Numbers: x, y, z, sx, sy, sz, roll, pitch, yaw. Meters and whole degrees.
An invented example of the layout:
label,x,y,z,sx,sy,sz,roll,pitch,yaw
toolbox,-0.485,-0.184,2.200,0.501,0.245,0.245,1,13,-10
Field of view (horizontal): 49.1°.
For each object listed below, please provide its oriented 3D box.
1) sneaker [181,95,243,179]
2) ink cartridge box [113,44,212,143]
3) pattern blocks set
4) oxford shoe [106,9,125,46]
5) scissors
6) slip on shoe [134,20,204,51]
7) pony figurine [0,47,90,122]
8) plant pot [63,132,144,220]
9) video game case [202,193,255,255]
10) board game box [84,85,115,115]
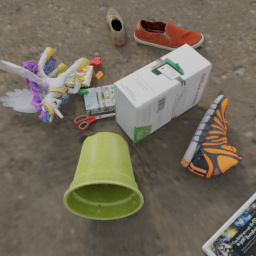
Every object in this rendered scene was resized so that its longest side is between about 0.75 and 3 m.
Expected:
label,x,y,z,sx,sy,sz,roll,pitch,yaw
sneaker,2.479,0.306,7.528,1.329,0.920,2.372,27,74,10
ink cartridge box,0.895,-0.916,7.631,2.422,1.769,1.021,-32,64,-18
pattern blocks set,-1.501,-1.647,8.797,1.475,0.136,1.679,-8,49,4
oxford shoe,-0.408,-3.745,9.915,0.607,0.644,1.723,-13,61,-7
scissors,-0.911,-0.343,8.193,1.352,0.094,0.495,-25,60,-9
slip on shoe,1.396,-3.201,9.560,2.390,0.731,0.885,11,59,4
pony figurine,-2.400,-1.263,7.824,2.177,1.878,2.255,19,55,6
plant pot,-0.561,1.050,6.680,1.761,1.761,1.619,-2,49,-1
video game case,3.195,2.784,6.361,2.250,0.263,2.045,-36,66,-18
board game box,-0.768,-0.862,8.427,1.051,0.338,0.776,-10,61,-4
